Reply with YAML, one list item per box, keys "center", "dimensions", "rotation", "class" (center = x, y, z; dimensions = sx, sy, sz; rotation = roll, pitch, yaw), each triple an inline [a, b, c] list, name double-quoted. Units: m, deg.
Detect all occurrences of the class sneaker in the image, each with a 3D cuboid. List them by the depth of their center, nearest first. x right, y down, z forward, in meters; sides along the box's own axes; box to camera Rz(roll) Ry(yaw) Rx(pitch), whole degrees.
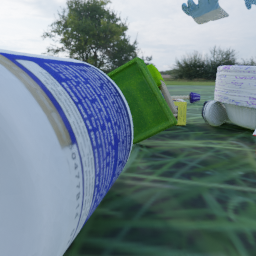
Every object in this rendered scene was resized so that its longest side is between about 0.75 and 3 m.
- center: [2.421, -0.444, 8.061]
  dimensions: [0.733, 0.724, 1.846]
  rotation: [12, 8, 38]
  class: "sneaker"

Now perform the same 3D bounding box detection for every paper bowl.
- center: [3.741, -0.771, 7.165]
  dimensions: [2.977, 1.548, 2.977]
  rotation: [4, 12, -1]
  class: "paper bowl"

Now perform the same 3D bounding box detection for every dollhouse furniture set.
- center: [-0.436, -0.150, 6.545]
  dimensions: [2.975, 1.493, 1.949]
  rotation: [-27, -4, 16]
  class: "dollhouse furniture set"

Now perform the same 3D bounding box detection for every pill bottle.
- center: [-0.794, 0.110, 2.592]
  dimensions: [1.562, 1.562, 2.610]
  rotation: [2, 11, 13]
  class: "pill bottle"

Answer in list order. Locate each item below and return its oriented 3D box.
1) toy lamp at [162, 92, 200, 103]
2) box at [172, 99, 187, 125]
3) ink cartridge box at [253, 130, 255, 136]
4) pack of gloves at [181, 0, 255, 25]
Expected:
- center: [2.718, -1.569, 14.596]
  dimensions: [2.047, 0.596, 0.596]
  rotation: [0, 10, 1]
  class: "toy lamp"
- center: [0.208, -0.500, 8.288]
  dimensions: [2.888, 0.724, 1.087]
  rotation: [-1, 10, 1]
  class: "box"
- center: [2.943, 0.206, 4.672]
  dimensions: [1.399, 0.646, 2.567]
  rotation: [6, 13, 30]
  class: "ink cartridge box"
- center: [2.631, -3.371, 7.098]
  dimensions: [2.278, 0.535, 2.711]
  rotation: [-9, 7, 26]
  class: "pack of gloves"
